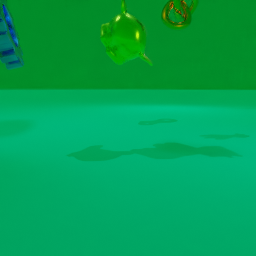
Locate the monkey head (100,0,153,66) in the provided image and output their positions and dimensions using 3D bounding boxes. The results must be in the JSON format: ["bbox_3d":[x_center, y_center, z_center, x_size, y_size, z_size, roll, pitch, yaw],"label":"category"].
[{"bbox_3d":[-0.020,-1.587,5.059,0.772,1.281,0.921,-24,-1,14],"label":"monkey head"}]

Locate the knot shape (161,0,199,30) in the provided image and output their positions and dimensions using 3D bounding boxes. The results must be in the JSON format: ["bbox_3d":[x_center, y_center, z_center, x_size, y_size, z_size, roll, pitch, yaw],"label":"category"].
[{"bbox_3d":[1.724,-4.038,9.540,1.618,1.514,0.748,25,-13,-40],"label":"knot shape"}]

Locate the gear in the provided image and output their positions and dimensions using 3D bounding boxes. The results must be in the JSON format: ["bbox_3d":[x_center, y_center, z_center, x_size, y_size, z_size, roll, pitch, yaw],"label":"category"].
[{"bbox_3d":[-2.933,-2.360,6.582,0.350,1.892,1.892,-15,11,-9],"label":"gear"}]
